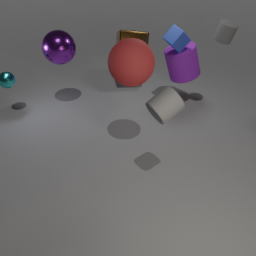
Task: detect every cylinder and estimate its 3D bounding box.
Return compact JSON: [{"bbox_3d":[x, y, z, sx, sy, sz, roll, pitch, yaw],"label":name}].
[{"bbox_3d":[2.432,-2.942,12.508,1.400,1.400,1.400,-14,35,10],"label":"cylinder"},{"bbox_3d":[0.913,-0.561,6.935,0.700,0.700,0.700,-40,42,-4],"label":"cylinder"},{"bbox_3d":[3.723,-3.661,10.671,0.700,0.700,0.700,9,44,-9],"label":"cylinder"}]

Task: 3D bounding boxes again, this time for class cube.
[{"bbox_3d":[2.002,-3.651,11.476,0.700,0.700,0.700,25,23,-49],"label":"cube"},{"bbox_3d":[0.167,-4.032,13.909,1.400,1.400,1.400,2,14,-10],"label":"cube"}]

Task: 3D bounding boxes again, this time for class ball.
[{"bbox_3d":[0.099,-1.934,8.303,1.400,1.400,1.400,0,33,0],"label":"ball"},{"bbox_3d":[-5.078,-2.007,11.744,0.700,0.700,0.700,0,33,0],"label":"ball"},{"bbox_3d":[-2.872,-3.351,11.669,1.400,1.400,1.400,0,33,0],"label":"ball"}]
